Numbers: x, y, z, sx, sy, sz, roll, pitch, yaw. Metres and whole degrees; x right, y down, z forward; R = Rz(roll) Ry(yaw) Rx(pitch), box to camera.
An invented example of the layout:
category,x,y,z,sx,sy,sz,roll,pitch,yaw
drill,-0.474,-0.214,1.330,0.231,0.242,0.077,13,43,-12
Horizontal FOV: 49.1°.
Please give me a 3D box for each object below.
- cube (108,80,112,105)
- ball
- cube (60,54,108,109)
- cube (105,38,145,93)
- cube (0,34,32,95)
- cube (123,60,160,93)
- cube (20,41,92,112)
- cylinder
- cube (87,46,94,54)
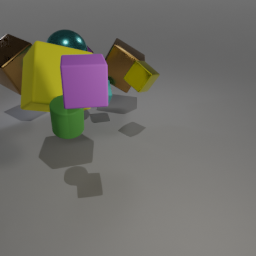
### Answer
category,x,y,z,sx,sy,sz,roll,pitch,yaw
cube,-1.053,-1.333,10.595,0.700,0.700,0.700,-4,65,-18
ball,-2.038,-2.527,9.280,1.400,1.400,1.400,0,29,0
cube,-0.719,-0.780,4.586,0.700,0.700,0.700,-4,28,-10
cube,-0.253,-2.512,11.191,1.400,1.400,1.400,29,25,-12
cube,-4.164,-2.331,10.279,1.400,1.400,1.400,26,64,27
cube,0.420,-1.587,8.636,0.700,0.700,0.700,44,26,12
cube,-1.806,-1.159,7.019,1.400,1.400,1.400,4,-5,-31
cylinder,-1.304,-0.243,6.036,0.700,0.700,0.700,4,42,-3
cube,-1.865,-2.832,10.427,0.700,0.700,0.700,35,88,40
